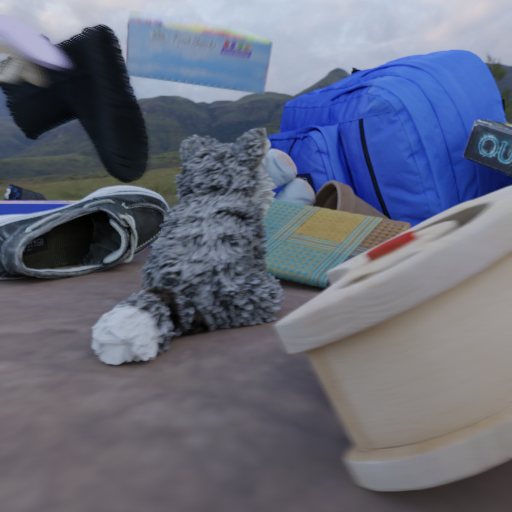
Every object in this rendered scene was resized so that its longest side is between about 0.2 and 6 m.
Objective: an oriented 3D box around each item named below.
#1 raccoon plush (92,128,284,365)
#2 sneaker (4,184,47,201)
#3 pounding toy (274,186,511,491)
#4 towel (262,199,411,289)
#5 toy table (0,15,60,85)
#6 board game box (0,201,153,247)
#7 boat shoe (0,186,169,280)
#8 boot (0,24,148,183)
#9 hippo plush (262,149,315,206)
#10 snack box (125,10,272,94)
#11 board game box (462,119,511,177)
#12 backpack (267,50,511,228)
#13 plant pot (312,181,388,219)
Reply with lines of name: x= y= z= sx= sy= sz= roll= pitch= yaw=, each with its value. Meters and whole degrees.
raccoon plush: x=-0.392 y=-0.261 z=4.554 sx=1.220 sy=1.689 sz=2.521 roll=1 pitch=6 yaw=5
sneaker: x=-6.220 y=-1.055 z=13.508 sx=2.443 sy=1.366 sz=0.892 roll=-4 pitch=6 yaw=-35
pounding toy: x=0.968 y=0.525 z=2.418 sx=1.379 sy=1.384 sz=2.412 roll=-28 pitch=-2 yaw=-3
towel: x=0.583 y=-0.180 z=7.169 sx=2.298 sy=0.249 sz=1.686 roll=14 pitch=37 yaw=34
toy table: x=-2.384 y=-2.037 z=5.634 sx=0.396 sy=0.676 sz=0.622 roll=-35 pitch=29 yaw=27
board game box: x=-4.461 y=-0.564 z=10.757 sx=4.359 sy=0.976 sz=2.931 roll=1 pitch=6 yaw=7
boat shoe: x=-2.236 y=-0.220 z=7.914 sx=1.163 sy=1.183 sz=3.281 roll=13 pitch=23 yaw=32
boot: x=-2.421 y=-1.875 z=7.313 sx=1.696 sy=2.070 sz=0.766 roll=-7 pitch=13 yaw=26
hippo plush: x=-0.147 y=-0.540 z=9.274 sx=1.779 sy=2.233 sz=1.795 roll=24 pitch=-33 yaw=-29
snack box: x=-1.073 y=-3.443 z=9.326 sx=2.156 sy=0.865 sz=2.556 roll=3 pitch=24 yaw=-15
board game box: x=5.524 y=-0.814 z=7.372 sx=3.087 sy=0.643 sz=4.565 roll=-4 pitch=29 yaw=-34
backpack: x=2.371 y=-1.675 z=10.634 sx=3.592 sy=3.478 sz=4.281 roll=-33 pitch=20 yaw=-21
plant pot: x=1.517 y=-0.412 z=9.099 sx=1.165 sy=1.336 sz=1.336 roll=18 pitch=1 yaw=-17
